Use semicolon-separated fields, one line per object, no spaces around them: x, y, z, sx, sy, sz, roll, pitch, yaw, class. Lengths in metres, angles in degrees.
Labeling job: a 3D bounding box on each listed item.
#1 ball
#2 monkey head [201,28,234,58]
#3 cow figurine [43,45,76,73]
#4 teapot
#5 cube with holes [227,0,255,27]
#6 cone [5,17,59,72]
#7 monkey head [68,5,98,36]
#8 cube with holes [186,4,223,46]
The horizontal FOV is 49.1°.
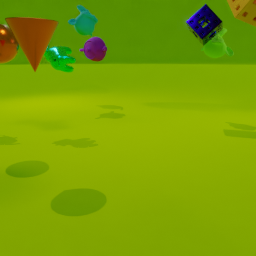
-2.829;-1.839;6.102;0.846;0.846;0.846;0;14;0;ball
3.048;-2.877;9.565;0.932;0.781;1.296;-48;44;-12;monkey head
-2.120;-2.001;7.717;1.156;0.645;1.175;2;38;-28;cow figurine
-1.550;-3.643;13.015;1.821;1.132;0.892;10;22;37;teapot
3.492;-3.543;7.432;1.119;1.119;1.119;11;54;-22;cube with holes
-1.670;-1.440;4.968;0.885;0.889;0.885;2;15;-1;cone
-1.853;-4.383;11.482;1.126;0.943;1.564;50;19;17;monkey head
2.396;-3.197;8.753;0.759;0.759;0.759;-41;-10;15;cube with holes
